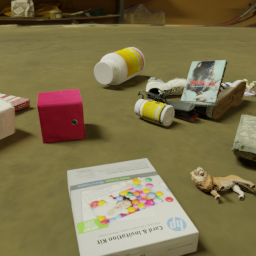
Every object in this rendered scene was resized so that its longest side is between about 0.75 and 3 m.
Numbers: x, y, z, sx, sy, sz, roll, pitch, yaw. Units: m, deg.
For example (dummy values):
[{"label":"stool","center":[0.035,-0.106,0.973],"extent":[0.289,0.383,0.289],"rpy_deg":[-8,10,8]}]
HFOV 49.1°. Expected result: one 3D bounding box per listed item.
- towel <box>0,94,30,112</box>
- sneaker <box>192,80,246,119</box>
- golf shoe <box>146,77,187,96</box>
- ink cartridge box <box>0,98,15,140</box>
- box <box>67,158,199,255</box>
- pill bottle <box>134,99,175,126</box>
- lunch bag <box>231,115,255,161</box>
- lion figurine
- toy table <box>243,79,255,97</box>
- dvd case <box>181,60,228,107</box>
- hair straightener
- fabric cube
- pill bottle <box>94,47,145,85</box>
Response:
[{"label":"towel","center":[-5.469,-0.828,10.727],"extent":[2.863,0.326,2.062],"rpy_deg":[12,30,28]},{"label":"sneaker","center":[3.366,-1.340,10.940],"extent":[1.614,1.042,2.975],"rpy_deg":[23,36,36]},{"label":"golf shoe","center":[1.762,-1.627,12.156],"extent":[2.050,0.803,0.997],"rpy_deg":[3,42,20]},{"label":"ink cartridge box","center":[-4.834,-0.146,7.993],"extent":[1.828,1.064,2.510],"rpy_deg":[25,35,21]},{"label":"box","center":[-0.101,1.516,5.453],"extent":[1.916,0.506,2.457],"rpy_deg":[-7,27,-15]},{"label":"pill bottle","center":[0.888,-0.563,9.627],"extent":[1.265,0.723,0.723],"rpy_deg":[20,32,36]},{"label":"lunch bag","center":[3.527,0.383,7.294],"extent":[1.397,1.001,1.703],"rpy_deg":[12,23,24]},{"label":"lion figurine","center":[2.115,1.231,6.231],"extent":[1.339,0.485,0.820],"rpy_deg":[9,15,-14]},{"label":"toy table","center":[5.343,-1.803,12.511],"extent":[0.865,0.551,0.941],"rpy_deg":[-8,27,-16]},{"label":"dvd case","center":[2.689,-1.600,9.981],"extent":[1.308,1.792,0.197],"rpy_deg":[8,-18,37]},{"label":"hair straightener","center":[1.315,-1.033,10.279],"extent":[0.532,1.001,2.602],"rpy_deg":[-41,44,-24]},{"label":"fabric cube","center":[-2.052,-0.401,8.664],"extent":[1.274,1.254,1.279],"rpy_deg":[-6,26,-13]},{"label":"pill bottle","center":[-0.419,-3.067,14.037],"extent":[1.542,1.542,2.958],"rpy_deg":[13,28,26]}]
